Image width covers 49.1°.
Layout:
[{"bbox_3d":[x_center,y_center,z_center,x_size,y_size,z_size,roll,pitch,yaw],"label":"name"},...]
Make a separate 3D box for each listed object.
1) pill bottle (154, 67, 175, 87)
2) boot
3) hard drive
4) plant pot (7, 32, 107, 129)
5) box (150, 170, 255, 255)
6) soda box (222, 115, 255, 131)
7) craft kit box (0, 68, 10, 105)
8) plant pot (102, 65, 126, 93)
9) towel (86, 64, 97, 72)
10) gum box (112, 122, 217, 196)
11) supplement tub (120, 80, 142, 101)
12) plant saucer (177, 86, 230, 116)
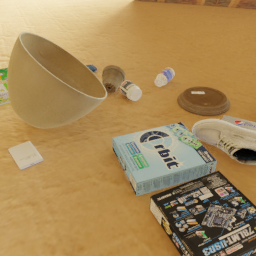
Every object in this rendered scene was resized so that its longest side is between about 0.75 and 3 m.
[{"bbox_3d":[1.487,-2.078,11.535,0.506,0.506,0.903,24,51,30],"label":"pill bottle"},{"bbox_3d":[2.852,0.390,7.820,2.163,0.796,1.034,11,30,14],"label":"boot"},{"bbox_3d":[-2.891,0.755,7.902,0.640,0.123,0.970,-23,41,-29],"label":"hard drive"},{"bbox_3d":[-2.452,-1.166,8.633,3.002,2.016,3.002,37,18,-14],"label":"plant pot"},{"bbox_3d":[1.766,1.928,5.937,1.968,0.489,1.953,-15,39,-21],"label":"box"},{"bbox_3d":[3.597,0.114,8.478,1.590,0.504,0.543,16,38,21],"label":"soda box"},{"bbox_3d":[-5.235,-1.569,10.869,2.358,0.572,2.329,-19,42,-24],"label":"craft kit box"},{"bbox_3d":[-0.646,-1.846,11.026,0.951,0.951,0.825,8,53,11],"label":"plant pot"},{"bbox_3d":[-1.927,-2.588,12.531,0.997,0.242,0.556,-16,39,-23],"label":"towel"},{"bbox_3d":[0.908,0.724,7.616,2.223,0.495,1.889,-12,37,-16],"label":"gum box"},{"bbox_3d":[0.106,-1.410,10.580,0.566,0.566,0.807,-18,39,-24],"label":"supplement tub"},{"bbox_3d":[2.801,-1.056,10.344,1.921,0.283,1.921,-1,35,1],"label":"plant saucer"}]
